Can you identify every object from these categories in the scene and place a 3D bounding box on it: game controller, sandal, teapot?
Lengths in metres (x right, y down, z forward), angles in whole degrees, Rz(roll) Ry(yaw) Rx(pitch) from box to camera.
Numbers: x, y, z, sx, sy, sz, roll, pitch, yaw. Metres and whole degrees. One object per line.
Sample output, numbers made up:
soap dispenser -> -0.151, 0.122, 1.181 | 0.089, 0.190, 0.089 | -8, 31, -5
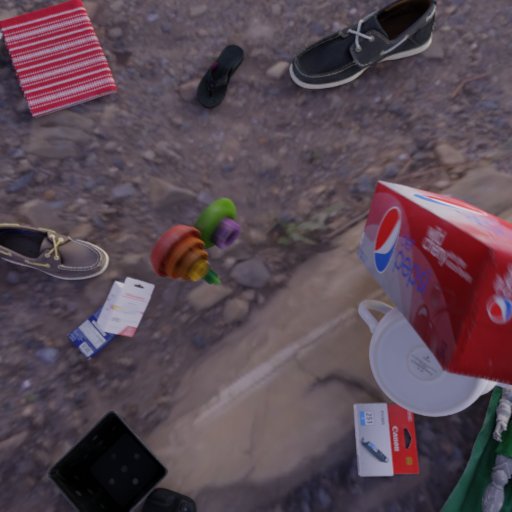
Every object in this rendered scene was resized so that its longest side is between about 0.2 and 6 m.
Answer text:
game controller -> -1.578, 4.640, 8.945 | 0.877, 0.354, 1.682 | 12, 71, 19
sandal -> -0.777, -3.817, 11.691 | 0.614, 0.391, 1.632 | 22, 73, 7
teapot -> 2.906, 1.556, 9.368 | 2.017, 1.493, 2.044 | -18, 91, 27

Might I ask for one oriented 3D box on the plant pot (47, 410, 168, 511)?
plant pot -> -2.202, 3.405, 8.866 | 1.326, 1.176, 1.323 | 43, 77, 13

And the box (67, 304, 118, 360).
box -> -2.816, 1.326, 10.091 | 0.985, 0.160, 0.597 | -42, 77, -11

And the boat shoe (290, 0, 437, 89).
boat shoe -> 2.189, -4.483, 11.566 | 3.257, 1.101, 1.170 | -23, 73, -5

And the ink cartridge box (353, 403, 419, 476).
ink cartridge box -> 2.208, 3.087, 9.455 | 1.027, 0.261, 1.166 | -2, 72, 1

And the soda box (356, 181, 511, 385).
soda box -> 2.819, 0.102, 8.021 | 1.645, 4.700, 1.490 | 12, 105, -6

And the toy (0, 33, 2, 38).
toy -> -6.012, -3.986, 11.751 | 0.964, 0.395, 1.674 | 12, 73, 7

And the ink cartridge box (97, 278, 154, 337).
ink cartridge box -> -2.044, 0.760, 8.806 | 0.314, 0.542, 0.931 | 34, 100, 50

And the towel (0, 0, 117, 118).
towel -> -4.221, -4.237, 11.896 | 1.849, 0.287, 2.557 | -21, 75, -9

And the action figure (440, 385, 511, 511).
action figure -> 4.398, 3.081, 9.166 | 2.014, 0.933, 3.411 | 20, 69, 10

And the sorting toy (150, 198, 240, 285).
sorting toy -> -0.836, -0.084, 9.378 | 0.829, 1.213, 2.019 | 38, 46, 18

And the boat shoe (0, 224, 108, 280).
boat shoe -> -3.858, -0.107, 10.308 | 2.204, 0.656, 0.792 | 13, 72, 4
